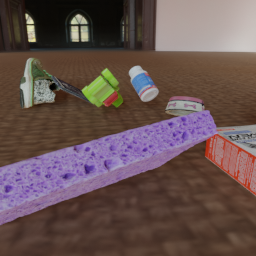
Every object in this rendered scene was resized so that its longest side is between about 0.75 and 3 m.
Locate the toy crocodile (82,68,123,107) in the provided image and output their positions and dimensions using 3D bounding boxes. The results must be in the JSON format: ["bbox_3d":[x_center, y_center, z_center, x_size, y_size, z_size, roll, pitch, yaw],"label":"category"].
[{"bbox_3d":[-0.609,-0.956,7.683,0.887,0.811,2.628,-41,0,1],"label":"toy crocodile"}]

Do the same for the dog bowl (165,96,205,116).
[{"bbox_3d":[1.537,-0.558,7.450,1.064,0.392,1.064,8,-5,1],"label":"dog bowl"}]

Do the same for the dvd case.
[{"bbox_3d":[-1.808,-1.238,9.097,1.282,0.102,0.954,25,14,-41],"label":"dvd case"}]

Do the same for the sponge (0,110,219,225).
[{"bbox_3d":[-0.296,0.473,3.448,2.706,0.403,1.509,-14,-16,-32],"label":"sponge"}]

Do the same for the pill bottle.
[{"bbox_3d":[0.425,-1.318,8.191,0.567,0.567,1.010,-13,62,-33],"label":"pill bottle"}]

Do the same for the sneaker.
[{"bbox_3d":[-2.928,-1.503,9.593,1.258,1.092,2.840,6,35,-16],"label":"sneaker"}]

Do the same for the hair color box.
[{"bbox_3d":[2.217,0.526,4.444,1.094,0.631,1.973,-4,20,-15],"label":"hair color box"}]
